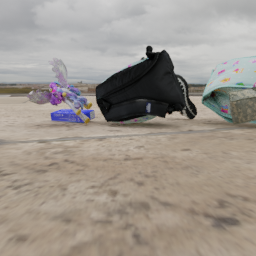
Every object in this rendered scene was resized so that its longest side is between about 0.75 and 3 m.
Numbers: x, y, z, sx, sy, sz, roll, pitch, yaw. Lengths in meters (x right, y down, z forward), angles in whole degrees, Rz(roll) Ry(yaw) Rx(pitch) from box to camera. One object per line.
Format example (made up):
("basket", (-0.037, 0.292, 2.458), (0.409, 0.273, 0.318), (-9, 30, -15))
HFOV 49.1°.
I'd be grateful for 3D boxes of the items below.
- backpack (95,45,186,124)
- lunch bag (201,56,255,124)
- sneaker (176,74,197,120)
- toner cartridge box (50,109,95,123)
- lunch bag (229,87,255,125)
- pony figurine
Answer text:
("backpack", (0.357, -1.091, 9.292), (2.736, 2.283, 1.732), (-20, -11, 18))
("lunch bag", (3.884, -1.315, 9.136), (2.638, 1.609, 2.247), (7, 43, 27))
("sneaker", (1.982, -1.174, 10.768), (0.699, 1.896, 0.759), (-33, 25, -18))
("toner cartridge box", (-2.060, -0.467, 10.425), (1.515, 0.327, 0.720), (4, 16, 27))
("lunch bag", (2.819, -0.537, 6.474), (0.858, 0.704, 0.504), (-9, 35, 17))
("pony figurine", (-2.098, -1.071, 9.049), (1.923, 1.602, 1.857), (36, -7, 15))
